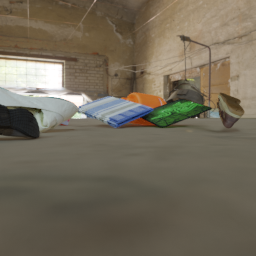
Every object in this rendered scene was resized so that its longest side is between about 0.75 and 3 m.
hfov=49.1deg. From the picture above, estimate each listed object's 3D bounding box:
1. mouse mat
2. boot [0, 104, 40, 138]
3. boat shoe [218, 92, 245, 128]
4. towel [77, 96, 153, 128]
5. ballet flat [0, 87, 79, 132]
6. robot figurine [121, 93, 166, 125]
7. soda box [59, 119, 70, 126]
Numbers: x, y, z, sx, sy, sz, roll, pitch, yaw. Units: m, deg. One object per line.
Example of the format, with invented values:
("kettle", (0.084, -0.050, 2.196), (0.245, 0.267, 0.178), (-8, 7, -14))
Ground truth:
("mouse mat", (1.537, -0.559, 9.527), (2.104, 0.079, 1.693), (-19, 25, -23))
("boot", (-2.024, -0.024, 4.305), (0.848, 0.450, 1.289), (-17, -19, 13))
("boat shoe", (2.314, -0.412, 6.543), (0.552, 0.550, 1.529), (20, 24, 1))
("towel", (-0.504, -0.587, 9.283), (1.642, 0.266, 2.236), (-25, 31, -38))
("ballet flat", (-2.167, -0.303, 6.076), (2.501, 0.868, 0.868), (11, -6, -43))
("robot figurine", (0.666, -0.739, 11.031), (2.113, 1.232, 1.520), (4, -32, -33))
("soda box", (-2.637, -0.331, 11.017), (0.346, 0.382, 1.090), (24, -9, -30))
